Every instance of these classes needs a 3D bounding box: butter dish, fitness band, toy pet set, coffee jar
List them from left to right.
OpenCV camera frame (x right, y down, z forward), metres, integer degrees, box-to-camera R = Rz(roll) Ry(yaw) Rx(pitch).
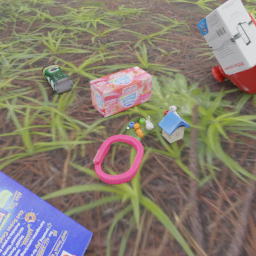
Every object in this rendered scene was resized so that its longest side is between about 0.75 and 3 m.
[{"bbox_3d":[-2.725,-1.920,10.686,0.758,0.620,1.453,-25,46,-22],"label":"coffee jar"},{"bbox_3d":[-0.235,0.824,7.629,1.191,0.310,1.659,14,42,12],"label":"fitness band"},{"bbox_3d":[1.027,-0.252,8.501,1.543,0.820,1.441,-21,44,-23],"label":"toy pet set"},{"bbox_3d":[4.142,-2.466,10.285,2.174,2.934,2.942,-30,39,28],"label":"butter dish"}]

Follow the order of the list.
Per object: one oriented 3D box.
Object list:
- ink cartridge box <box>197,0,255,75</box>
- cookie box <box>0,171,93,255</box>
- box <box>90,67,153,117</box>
[{"bbox_3d":[2.223,-1.922,6.012,0.577,1.370,1.000,-35,8,-6],"label":"ink cartridge box"},{"bbox_3d":[-2.070,2.124,4.718,2.309,0.868,1.975,37,42,-8],"label":"cookie box"},{"bbox_3d":[-0.207,-1.262,9.604,1.955,1.003,0.926,-23,45,-27],"label":"box"}]
